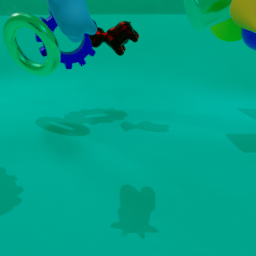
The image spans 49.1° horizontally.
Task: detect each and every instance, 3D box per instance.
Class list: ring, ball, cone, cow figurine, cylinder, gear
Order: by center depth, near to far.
[{"bbox_3d":[-1.194,-2.322,4.984,0.806,1.468,1.444,-24,-1,12],"label":"cow figurine"},{"bbox_3d":[2.834,-2.340,6.044,1.159,1.159,1.163,5,52,11],"label":"cone"},{"bbox_3d":[2.222,-3.319,7.521,1.085,1.085,1.085,-24,26,1],"label":"cylinder"},{"bbox_3d":[4.019,-2.922,8.272,1.263,1.263,1.263,0,24,0],"label":"ball"},{"bbox_3d":[-0.499,-2.867,8.564,1.362,1.340,0.748,-37,20,25],"label":"cow figurine"},{"bbox_3d":[-2.981,-2.529,8.688,2.003,2.003,0.401,10,41,22],"label":"ring"},{"bbox_3d":[3.412,-3.810,9.084,1.609,1.609,1.615,9,5,19],"label":"cone"},{"bbox_3d":[-2.027,-3.053,9.458,2.068,2.068,0.383,-9,34,-19],"label":"gear"}]
